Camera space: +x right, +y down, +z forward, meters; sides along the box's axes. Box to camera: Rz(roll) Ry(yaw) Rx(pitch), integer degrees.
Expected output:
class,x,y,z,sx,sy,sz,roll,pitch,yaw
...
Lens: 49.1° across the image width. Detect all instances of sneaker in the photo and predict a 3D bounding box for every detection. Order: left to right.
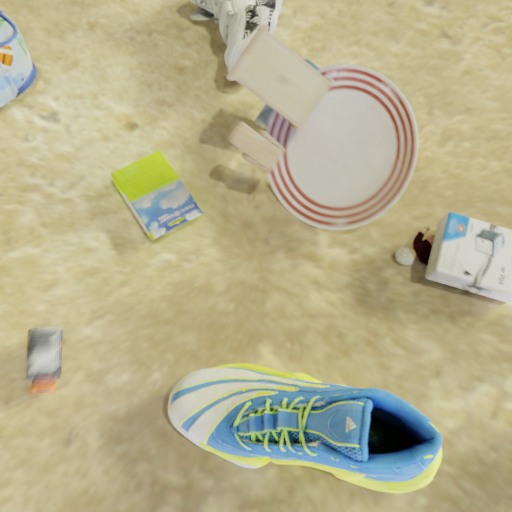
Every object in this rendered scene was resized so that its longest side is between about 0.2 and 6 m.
class,x,y,z,sx,sy,sz,roll,pitch,yaw
sneaker,-0.541,-4.422,10.342,1.720,1.124,2.992,11,57,6
sneaker,0.559,1.823,6.545,3.374,1.772,1.278,9,62,5

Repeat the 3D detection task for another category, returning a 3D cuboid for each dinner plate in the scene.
class,x,y,z,sx,sy,sz,roll,pitch,yaw
dinner plate,1.244,-1.623,8.513,2.446,2.446,0.297,39,24,19

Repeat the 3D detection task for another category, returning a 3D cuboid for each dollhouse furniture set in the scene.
class,x,y,z,sx,sy,sz,roll,pitch,yaw
dollhouse furniture set,0.012,-2.525,8.852,1.275,1.954,1.845,33,98,-19

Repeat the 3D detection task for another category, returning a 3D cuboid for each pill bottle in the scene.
class,x,y,z,sx,sy,sz,roll,pitch,yaw
pill bottle,-2.830,1.393,7.473,0.441,0.441,0.829,-4,73,-2

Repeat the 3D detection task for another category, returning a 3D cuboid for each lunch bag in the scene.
class,x,y,z,sx,sy,sz,roll,pitch,yaw
lunch bag,-5.637,-3.295,9.654,3.294,1.245,2.640,-41,67,-19

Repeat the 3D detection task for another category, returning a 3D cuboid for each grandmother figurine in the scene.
class,x,y,z,sx,sy,sz,roll,pitch,yaw
grandmother figurine,2.605,-0.118,8.446,1.059,0.321,0.642,-19,78,-8

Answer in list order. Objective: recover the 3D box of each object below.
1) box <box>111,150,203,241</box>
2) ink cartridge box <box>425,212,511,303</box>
class,x,y,z,sx,sy,sz,roll,pitch,yaw
box,-1.551,-0.917,8.840,0.895,0.350,1.468,-30,66,-15
ink cartridge box,3.213,0.028,8.047,1.284,0.551,0.940,16,77,4
